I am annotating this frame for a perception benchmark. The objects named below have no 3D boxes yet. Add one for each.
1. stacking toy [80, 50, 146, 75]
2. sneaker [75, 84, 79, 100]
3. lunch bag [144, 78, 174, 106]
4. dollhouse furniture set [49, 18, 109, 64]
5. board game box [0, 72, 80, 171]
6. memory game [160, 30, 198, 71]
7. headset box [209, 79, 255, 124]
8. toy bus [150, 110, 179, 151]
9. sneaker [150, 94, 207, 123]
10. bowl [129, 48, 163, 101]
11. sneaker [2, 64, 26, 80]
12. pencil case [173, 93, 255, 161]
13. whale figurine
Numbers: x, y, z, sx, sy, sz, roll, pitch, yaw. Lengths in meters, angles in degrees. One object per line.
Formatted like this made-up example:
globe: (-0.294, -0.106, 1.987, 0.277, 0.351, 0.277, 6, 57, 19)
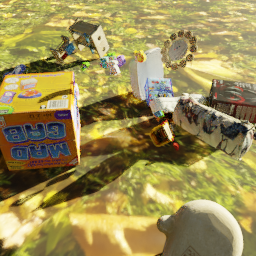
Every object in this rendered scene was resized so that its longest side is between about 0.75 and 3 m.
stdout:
stacking toy: (-0.600, -2.495, 10.716, 2.135, 0.502, 1.610, 9, 32, 42)
sneaker: (-3.146, -1.705, 12.863, 1.710, 0.975, 0.620, -11, 23, -17)
lunch bag: (1.455, -1.509, 13.017, 1.195, 0.747, 1.588, 1, 56, -7)
dollhouse furniture set: (-2.716, -4.561, 16.121, 1.815, 1.805, 2.576, 25, 70, 26)
board game box: (-3.074, -0.297, 10.047, 2.477, 2.476, 2.475, -4, 40, -5)
memory game: (2.183, -3.354, 12.080, 0.116, 1.823, 1.823, 15, 19, -49)
headset box: (4.910, -1.192, 12.324, 2.535, 0.951, 1.884, 9, 41, 11)
toy bus: (1.277, 0.218, 10.737, 0.777, 1.504, 1.419, -27, 46, 15)
sneaker: (2.275, -0.732, 12.031, 2.675, 0.974, 1.132, -9, 68, -17)
bowl: (0.797, -2.553, 13.154, 0.793, 2.124, 2.121, 16, 40, 35)
sneaker: (-5.762, -2.756, 14.613, 0.767, 0.537, 1.329, 26, 53, 23)
pencil case: (2.603, -0.140, 8.763, 2.673, 1.196, 1.040, 34, 14, 35)
whale figurine: (1.530, 3.122, 7.056, 2.198, 1.434, 2.763, 42, 76, 13)
